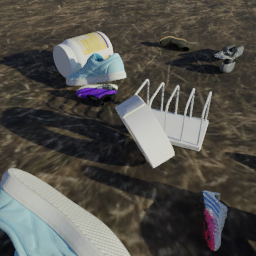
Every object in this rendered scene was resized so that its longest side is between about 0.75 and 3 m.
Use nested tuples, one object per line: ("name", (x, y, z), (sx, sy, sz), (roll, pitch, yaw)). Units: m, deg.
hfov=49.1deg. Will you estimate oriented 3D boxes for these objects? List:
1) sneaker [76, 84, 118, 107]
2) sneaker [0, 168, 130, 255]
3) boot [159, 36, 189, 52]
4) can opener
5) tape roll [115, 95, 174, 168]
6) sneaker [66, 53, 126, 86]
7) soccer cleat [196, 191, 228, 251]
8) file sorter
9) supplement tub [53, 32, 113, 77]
("sneaker", (-1.003, -0.995, 8.894), (1.357, 0.472, 0.675), (-4, 75, 9))
("sneaker", (-1.187, 1.952, 4.751), (2.943, 1.206, 1.088), (33, 1, 19))
("boot", (2.134, -3.817, 12.836), (1.286, 0.498, 0.889), (-4, 41, -4))
("can opener", (4.132, -2.864, 11.458), (0.715, 0.897, 2.681), (18, 27, 25))
("tape roll", (0.369, 0.075, 6.427), (0.586, 1.675, 1.675), (-32, 41, -1))
("sneaker", (-1.132, -1.967, 9.312), (2.384, 0.977, 0.881), (-3, 11, 30))
("soccer cleat", (1.671, 1.695, 5.320), (0.552, 0.446, 1.278), (1, 36, 1))
("file sorter", (1.190, -0.434, 7.595), (1.923, 1.197, 1.334), (14, 39, 17))
("supplement tub", (-1.678, -2.759, 10.582), (1.916, 1.393, 1.393), (-29, 45, -34))
